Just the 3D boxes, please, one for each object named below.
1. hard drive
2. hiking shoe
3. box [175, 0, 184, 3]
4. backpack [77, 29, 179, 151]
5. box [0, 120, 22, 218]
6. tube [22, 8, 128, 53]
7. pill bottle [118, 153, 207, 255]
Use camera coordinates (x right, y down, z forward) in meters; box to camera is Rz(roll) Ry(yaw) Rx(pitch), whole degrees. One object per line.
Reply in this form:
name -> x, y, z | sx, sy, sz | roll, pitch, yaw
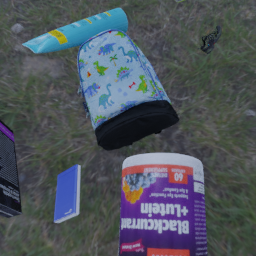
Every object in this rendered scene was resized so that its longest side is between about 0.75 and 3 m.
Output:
hard drive -> -0.996, 1.076, 4.619 | 0.545, 0.105, 0.827 | -31, 47, 32
hiking shoe -> 2.080, -2.278, 7.096 | 0.378, 0.285, 0.752 | 25, 96, -6
box -> 1.220, -4.817, 7.699 | 0.525, 1.342, 2.201 | -3, 86, 40
backpack -> -0.197, -1.009, 6.416 | 1.965, 1.852, 2.409 | -21, 58, 16
box -> -2.501, 0.589, 5.179 | 0.346, 1.370, 1.916 | -19, 62, -3
tube -> -1.184, -2.240, 6.675 | 2.481, 0.625, 0.961 | -26, 32, -23
pill bottle -> 0.503, 1.615, 4.134 | 1.281, 1.281, 2.300 | 2, 71, 1
